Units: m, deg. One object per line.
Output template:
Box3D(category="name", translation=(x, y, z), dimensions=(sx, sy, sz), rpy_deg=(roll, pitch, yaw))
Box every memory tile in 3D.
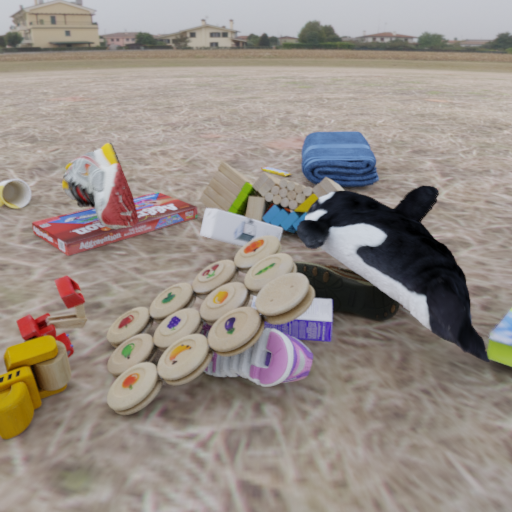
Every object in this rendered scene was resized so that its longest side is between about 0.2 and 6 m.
Box3D(category="memory tile", translation=(-0.763, 0.802, 7.671), dimensions=(2.971, 0.249, 2.277), rpy_deg=(-30, 28, 1))

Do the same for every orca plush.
Box3D(category="orca plush", translation=(2.091, -0.414, 8.566), dimensions=(2.509, 1.695, 4.769), rpy_deg=(25, 12, -8))

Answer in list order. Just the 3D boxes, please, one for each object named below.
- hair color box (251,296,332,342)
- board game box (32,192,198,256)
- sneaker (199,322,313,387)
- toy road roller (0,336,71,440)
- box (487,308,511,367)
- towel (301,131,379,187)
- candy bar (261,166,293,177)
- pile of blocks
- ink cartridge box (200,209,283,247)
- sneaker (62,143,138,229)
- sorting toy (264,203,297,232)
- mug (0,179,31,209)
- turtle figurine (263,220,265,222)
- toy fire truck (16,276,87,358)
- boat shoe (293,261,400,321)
Box3D(category="hair color box", translation=(0.544, 0.963, 8.762), dimensions=(1.277, 0.414, 0.698), rpy_deg=(5, 25, 6))
Box3D(category="board game box", translation=(-3.179, -0.828, 12.906), dimensions=(3.322, 0.323, 1.710), rpy_deg=(-21, 32, -39))
Box3D(category="sneaker", translation=(-0.050, 1.304, 7.619), dimensions=(0.908, 0.826, 2.054), rpy_deg=(14, -5, -42))
Box3D(category="toy road roller", translation=(-2.857, 1.646, 6.845), dimensions=(1.255, 0.771, 0.916), rpy_deg=(-19, 42, -25))
Box3D(category="box", translation=(4.184, 1.170, 7.997), dimensions=(1.265, 0.494, 2.074), rpy_deg=(16, 24, 34))
Box3D(category="towel", translation=(2.426, -2.913, 16.863), dimensions=(2.121, 0.922, 3.799), rpy_deg=(2, 25, 4))
Box3D(category="candy bar", translation=(0.606, -2.553, 17.016), dimensions=(0.285, 0.127, 1.144), rpy_deg=(-21, 32, -39))
Box3D(category="pile of blocks", translation=(0.538, -1.091, 12.532), dimensions=(3.632, 1.491, 1.129), rpy_deg=(13, 1, 29))
Box3D(category="ink cartridge box", translation=(-0.308, -0.477, 10.858), dimensions=(1.345, 0.577, 0.985), rpy_deg=(13, 1, -19))
Box3D(category="sneaker", translation=(-3.348, -1.340, 11.878), dimensions=(1.313, 1.244, 3.196), rpy_deg=(-22, 31, -10))
Box3D(category="sorting toy", translation=(0.982, -1.057, 12.728), dimensions=(0.837, 0.831, 2.413), rpy_deg=(-9, 25, -35))
Box3D(category="mug", translation=(-6.299, -1.592, 14.184), dimensions=(0.919, 0.736, 0.754), rpy_deg=(-13, 19, -41))
Box3D(category="turtle figurine", translation=(0.005, -1.504, 13.690), dimensions=(1.147, 0.851, 1.183), rpy_deg=(8, 37, 35))
Box3D(category="toy fire truck", translation=(-2.647, 0.920, 7.538), dimensions=(0.947, 1.343, 0.327), rpy_deg=(-27, 56, -12))
Box3D(category="boat shoe", translation=(1.425, 0.544, 9.368), dimensions=(1.936, 0.732, 0.715), rpy_deg=(19, 19, 11))
